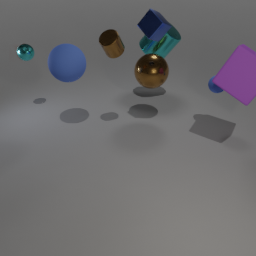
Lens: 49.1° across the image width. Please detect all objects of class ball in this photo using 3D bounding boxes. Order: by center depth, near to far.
[{"bbox_3d":[-2.252,-2.400,10.380,1.400,1.400,1.400,0,30,0],"label":"ball"},{"bbox_3d":[3.511,-1.719,10.999,0.700,0.700,0.700,0,30,0],"label":"ball"},{"bbox_3d":[0.948,-2.294,11.307,1.400,1.400,1.400,0,30,0],"label":"ball"},{"bbox_3d":[-4.317,-3.192,11.829,0.700,0.700,0.700,0,30,0],"label":"ball"}]

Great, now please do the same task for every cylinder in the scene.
[{"bbox_3d":[-0.545,-2.856,9.528,0.700,0.700,0.700,-7,65,16],"label":"cylinder"},{"bbox_3d":[1.458,-3.998,12.795,1.400,1.400,1.400,26,40,-24],"label":"cylinder"}]

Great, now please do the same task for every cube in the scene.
[{"bbox_3d":[0.884,-3.423,9.370,0.700,0.700,0.700,54,31,14],"label":"cube"},{"bbox_3d":[3.922,-1.824,9.416,1.400,1.400,1.400,39,30,11],"label":"cube"}]
